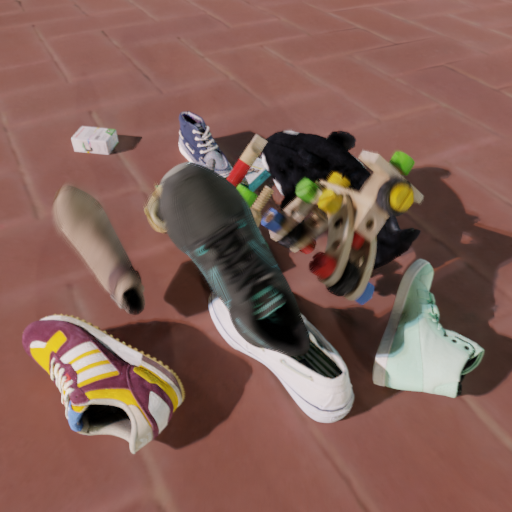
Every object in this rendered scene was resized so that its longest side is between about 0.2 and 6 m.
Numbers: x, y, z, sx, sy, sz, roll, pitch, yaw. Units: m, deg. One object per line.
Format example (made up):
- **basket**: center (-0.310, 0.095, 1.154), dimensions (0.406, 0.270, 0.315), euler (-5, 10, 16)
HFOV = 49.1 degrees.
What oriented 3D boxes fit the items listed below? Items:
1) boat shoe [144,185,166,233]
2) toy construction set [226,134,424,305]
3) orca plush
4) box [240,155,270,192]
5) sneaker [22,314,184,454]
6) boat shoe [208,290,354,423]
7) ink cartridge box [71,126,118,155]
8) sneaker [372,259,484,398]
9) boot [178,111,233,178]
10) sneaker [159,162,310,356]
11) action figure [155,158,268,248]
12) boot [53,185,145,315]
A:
- **boat shoe**: center (-1.718, -0.981, 11.041), dimensions (0.904, 2.723, 1.008), euler (-41, 96, -30)
- **toy construction set**: center (1.187, -1.004, 9.421), dimensions (3.167, 2.434, 2.642), euler (32, 9, -6)
- **orca plush**: center (1.215, -1.411, 11.352), dimensions (1.510, 2.235, 4.247), euler (21, 34, -51)
- **box**: center (-0.074, -1.984, 13.644), dimensions (0.545, 0.325, 1.323), euler (21, 45, 23)
- **sneaker**: center (-2.646, 1.895, 8.539), dimensions (2.980, 1.117, 1.343), euler (17, 37, 20)
- **boat shoe**: center (0.400, 1.219, 9.313), dimensions (1.237, 1.123, 3.363), euler (-30, 49, -30)
- **ink cartridge box**: center (-4.266, -3.055, 14.819), dimensions (0.980, 0.412, 0.710), euler (7, 41, 8)
- **sneaker**: center (3.038, 1.226, 9.411), dimensions (1.546, 0.965, 2.621), euler (12, 52, 22)
- **boot**: center (-1.329, -2.737, 13.981), dimensions (0.823, 1.022, 2.262), euler (-25, 47, -26)
- **sneaker**: center (-0.149, 0.104, 7.527), dimensions (1.175, 3.116, 1.235), euler (-38, 25, -10)
- **action figure**: center (-0.670, -0.796, 11.835), dimensions (1.954, 0.905, 3.308), euler (-17, 51, -20)
- **boot**: center (-2.472, 0.003, 9.289), dimensions (0.770, 2.192, 1.602), euler (-34, 60, -10)
